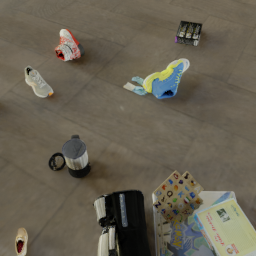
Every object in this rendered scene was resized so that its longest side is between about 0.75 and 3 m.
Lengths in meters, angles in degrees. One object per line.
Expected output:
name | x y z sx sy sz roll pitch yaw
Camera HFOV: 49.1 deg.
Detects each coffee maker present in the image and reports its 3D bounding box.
coffee maker | 0.122 3.031 7.942 2.148 1.506 2.236 8 51 -18

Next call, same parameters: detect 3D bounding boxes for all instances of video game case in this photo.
video game case | 2.137 3.258 8.306 2.660 0.321 2.918 0 51 0

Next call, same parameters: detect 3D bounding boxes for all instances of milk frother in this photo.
milk frother | -2.068 0.997 9.517 1.361 1.281 1.229 -20 53 -15

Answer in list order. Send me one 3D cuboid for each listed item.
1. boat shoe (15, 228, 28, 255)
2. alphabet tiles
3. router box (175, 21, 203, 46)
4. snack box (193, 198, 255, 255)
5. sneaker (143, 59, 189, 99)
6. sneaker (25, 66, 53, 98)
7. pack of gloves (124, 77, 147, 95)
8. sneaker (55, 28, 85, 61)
boat shoe | -3.155 3.336 8.266 0.317 0.297 0.860 -13 52 -10
alphabet tiles | 1.523 2.089 8.494 1.493 0.047 1.242 -42 86 -8
router box | 3.248 -5.072 14.939 1.216 0.416 1.630 13 52 11
snack box | 3.003 3.244 7.844 1.340 0.428 2.306 -17 54 -13
sneaker | 1.938 -2.042 12.315 2.501 0.947 1.314 -31 69 -14
sneaker | -3.990 -2.042 12.237 1.833 0.843 0.694 37 61 26
pack of gloves | 0.518 -1.953 12.567 1.135 0.224 0.954 27 57 20
sneaker | -3.221 -4.181 14.012 1.198 0.747 2.236 -27 59 -23
